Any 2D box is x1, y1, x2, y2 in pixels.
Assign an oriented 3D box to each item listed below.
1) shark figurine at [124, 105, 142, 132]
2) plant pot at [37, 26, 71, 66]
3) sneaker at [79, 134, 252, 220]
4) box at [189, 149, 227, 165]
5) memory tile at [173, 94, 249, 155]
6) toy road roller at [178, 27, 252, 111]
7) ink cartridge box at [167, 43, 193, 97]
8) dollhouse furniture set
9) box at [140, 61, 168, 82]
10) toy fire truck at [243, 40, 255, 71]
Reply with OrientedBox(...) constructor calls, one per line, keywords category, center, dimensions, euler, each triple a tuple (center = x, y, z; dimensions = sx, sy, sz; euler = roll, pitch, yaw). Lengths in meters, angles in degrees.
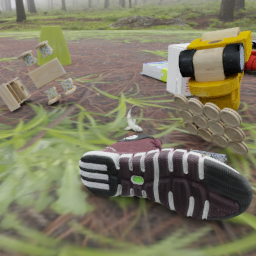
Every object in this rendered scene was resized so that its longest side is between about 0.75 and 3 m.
OrientedBox(category="shark figurine", center=(0.129, -0.198, 7.414), dimensions=(0.492, 0.824, 0.344), euler=(-22, -27, 23))
OrientedBox(category="plant pot", center=(-4.280, -4.713, 15.969), dimensions=(1.939, 2.072, 1.939), euler=(0, 23, 0))
OrientedBox(category="sneaker", center=(0.661, 0.568, 4.810), dimensions=(2.724, 1.031, 1.573), euler=(8, 21, 21))
OrientedBox(category="box", center=(1.554, 0.671, 5.588), dimensions=(0.757, 0.186, 0.610), euler=(8, 23, 19))
OrientedBox(category="memory tile", center=(1.784, -0.102, 6.129), dimensions=(0.147, 1.341, 1.750), euler=(-44, 38, -16))
OrientedBox(category="toy road roller", center=(2.614, -1.622, 8.147), dimensions=(1.638, 1.945, 2.665), euler=(1, 32, 30))
OrientedBox(category="ink cartridge box", center=(2.721, -2.244, 10.463), dimensions=(2.437, 1.764, 1.028), euler=(-11, 25, -24))
OrientedBox(category="dollhouse furniture set", center=(-2.954, -1.486, 8.872), dimensions=(1.923, 1.766, 1.251), euler=(-26, 20, 9))
OrientedBox(category="box", center=(1.811, -2.607, 12.893), dimensions=(1.511, 0.591, 2.479), euler=(-12, 26, -28))
OrientedBox(category="toy fire truck", center=(6.707, -3.407, 13.596), dimensions=(2.549, 1.863, 2.896), euler=(-18, 40, -37))
